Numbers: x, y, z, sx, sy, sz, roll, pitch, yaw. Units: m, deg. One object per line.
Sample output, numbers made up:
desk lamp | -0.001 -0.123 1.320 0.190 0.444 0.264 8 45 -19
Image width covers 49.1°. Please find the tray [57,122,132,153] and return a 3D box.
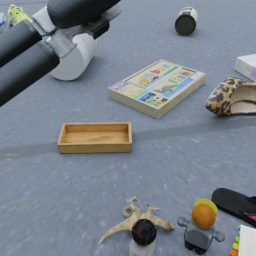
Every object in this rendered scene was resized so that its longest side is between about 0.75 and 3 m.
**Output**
tray | -0.770 0.230 6.805 1.700 0.315 0.839 0 37 -2

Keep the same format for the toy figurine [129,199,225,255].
toy figurine | 0.816 1.910 3.897 1.611 1.121 1.586 -9 38 -11

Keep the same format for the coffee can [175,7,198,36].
coffee can | 2.769 -5.043 13.227 0.974 0.974 1.332 9 37 12

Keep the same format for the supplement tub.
supplement tub | -1.940 -2.857 9.868 1.539 1.539 2.333 4 36 6

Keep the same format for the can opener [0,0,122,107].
can opener | -1.130 -0.952 3.112 2.508 0.833 0.660 -39 78 -5

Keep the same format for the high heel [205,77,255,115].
high heel | 3.447 -0.684 7.396 2.712 0.968 1.933 -19 34 -37

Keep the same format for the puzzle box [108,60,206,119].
puzzle box | 0.980 -1.360 8.860 1.857 0.355 2.792 26 44 31

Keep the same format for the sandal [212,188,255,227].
sandal | 2.389 1.490 5.056 1.735 0.391 0.652 19 41 24

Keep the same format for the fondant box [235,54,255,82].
fondant box | 4.854 -2.151 9.790 1.728 0.503 1.246 -15 40 -17

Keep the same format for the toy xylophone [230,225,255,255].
toy xylophone | 2.034 1.996 4.516 0.689 0.237 0.941 19 41 23

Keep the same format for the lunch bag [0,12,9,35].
lunch bag | -6.488 -4.782 13.085 1.631 0.769 2.036 -10 37 -11

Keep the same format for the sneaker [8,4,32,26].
sneaker | -5.303 -5.348 13.678 0.913 0.926 2.423 -29 47 -35

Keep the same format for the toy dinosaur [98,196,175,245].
toy dinosaur | 0.130 1.602 4.914 1.373 0.399 0.694 -5 39 -7
